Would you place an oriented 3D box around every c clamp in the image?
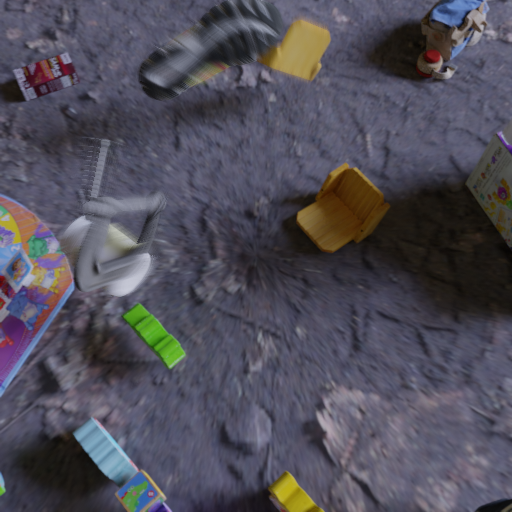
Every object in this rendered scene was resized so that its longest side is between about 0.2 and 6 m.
[{"bbox_3d":[-1.445,-0.353,6.214,0.256,1.887,1.612,22,96,10],"label":"c clamp"}]

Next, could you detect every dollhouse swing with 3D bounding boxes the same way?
[{"bbox_3d":[0.600,-3.488,9.326,0.951,0.836,0.864,3,27,-36],"label":"dollhouse swing"},{"bbox_3d":[1.288,-0.729,8.754,0.907,0.938,1.032,-24,64,-35],"label":"dollhouse swing"}]

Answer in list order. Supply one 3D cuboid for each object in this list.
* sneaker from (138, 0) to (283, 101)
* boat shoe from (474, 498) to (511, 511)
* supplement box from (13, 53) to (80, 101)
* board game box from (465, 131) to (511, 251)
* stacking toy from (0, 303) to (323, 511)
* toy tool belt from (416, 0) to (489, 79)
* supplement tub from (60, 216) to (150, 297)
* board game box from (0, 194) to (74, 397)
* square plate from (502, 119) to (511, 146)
[{"bbox_3d":[-0.745,-3.311,8.843,2.408,0.941,1.087,-24,21,3],"label":"sneaker"},{"bbox_3d":[2.203,3.821,6.365,3.184,0.991,1.188,-36,75,0],"label":"boat shoe"},{"bbox_3d":[-3.857,-3.309,10.335,1.031,0.314,0.561,-24,66,-13],"label":"supplement box"},{"bbox_3d":[4.592,-0.668,8.411,1.325,1.349,2.573,-20,65,-10],"label":"board game box"},{"bbox_3d":[-1.439,2.905,6.924,2.999,0.935,3.977,-38,67,-19],"label":"stacking toy"},{"bbox_3d":[3.634,-4.317,10.366,1.182,1.163,1.893,32,67,15],"label":"toy tool belt"},{"bbox_3d":[-2.021,-0.011,7.491,1.015,0.736,0.736,35,68,12],"label":"supplement tub"},{"bbox_3d":[-5.339,0.859,7.831,4.089,1.008,5.175,23,65,11],"label":"board game box"},{"bbox_3d":[4.053,-1.338,7.079,1.782,1.799,0.256,23,98,16],"label":"square plate"}]
